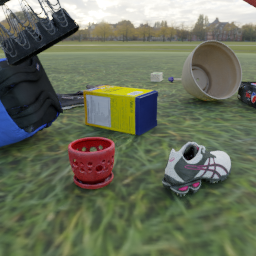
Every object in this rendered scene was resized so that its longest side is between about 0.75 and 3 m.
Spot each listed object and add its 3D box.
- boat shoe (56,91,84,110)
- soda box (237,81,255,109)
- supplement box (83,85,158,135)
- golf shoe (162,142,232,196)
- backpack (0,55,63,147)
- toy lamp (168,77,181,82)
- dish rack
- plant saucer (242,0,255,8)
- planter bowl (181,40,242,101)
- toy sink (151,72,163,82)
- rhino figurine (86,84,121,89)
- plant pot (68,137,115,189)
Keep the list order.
[{"bbox_3d":[-1.944,-1.165,10.628,0.706,0.602,2.112,13,23,35],"label":"boat shoe"},{"bbox_3d":[4.971,-1.220,10.565,0.828,0.741,2.341,1,19,0],"label":"soda box"},{"bbox_3d":[-0.221,-0.576,8.124,1.937,1.054,1.061,11,21,31],"label":"supplement box"},{"bbox_3d":[1.354,0.612,5.064,1.722,0.759,0.665,-14,22,-40],"label":"golf shoe"},{"bbox_3d":[-2.938,-0.527,6.764,2.036,1.971,2.426,-26,16,11],"label":"backpack"},{"bbox_3d":[2.840,-2.773,16.003,1.064,0.310,0.310,0,18,-4],"label":"toy lamp"},{"bbox_3d":[-1.738,-1.832,4.741,1.584,0.563,2.065,-32,2,-2],"label":"dish rack"},{"bbox_3d":[3.362,-3.355,6.820,1.220,0.224,1.223,-37,65,-19],"label":"plant saucer"},{"bbox_3d":[3.171,-2.131,11.467,2.352,2.352,1.583,-7,-7,-20],"label":"planter bowl"},{"bbox_3d":[1.712,-3.027,16.460,0.556,0.478,0.853,7,20,21],"label":"toy sink"},{"bbox_3d":[-0.990,-1.623,12.109,1.884,0.563,0.824,-8,17,-29],"label":"rhino figurine"},{"bbox_3d":[-0.641,0.622,5.006,0.815,0.742,0.815,1,19,0],"label":"plant pot"}]
